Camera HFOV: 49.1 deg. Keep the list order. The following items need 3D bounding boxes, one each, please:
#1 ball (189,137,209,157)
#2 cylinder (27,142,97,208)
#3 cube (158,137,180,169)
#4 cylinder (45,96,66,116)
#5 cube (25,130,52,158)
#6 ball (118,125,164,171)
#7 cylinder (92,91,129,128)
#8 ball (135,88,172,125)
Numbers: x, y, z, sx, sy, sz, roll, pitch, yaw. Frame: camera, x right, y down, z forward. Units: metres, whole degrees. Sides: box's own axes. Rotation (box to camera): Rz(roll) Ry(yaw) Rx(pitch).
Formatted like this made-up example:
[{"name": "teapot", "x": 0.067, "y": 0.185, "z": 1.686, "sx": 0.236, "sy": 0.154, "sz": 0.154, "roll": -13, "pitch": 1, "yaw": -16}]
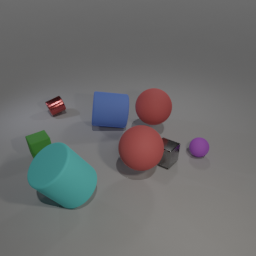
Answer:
[{"name": "ball", "x": 2.535, "y": 0.683, "z": 9.976, "sx": 0.700, "sy": 0.700, "sz": 0.700, "roll": 0, "pitch": 32, "yaw": 0}, {"name": "cylinder", "x": -1.812, "y": 1.342, "z": 7.867, "sx": 1.400, "sy": 1.400, "sz": 1.400, "roll": -19, "pitch": 46, "yaw": 21}, {"name": "cube", "x": 1.302, "y": 0.850, "z": 9.662, "sx": 0.700, "sy": 0.700, "sz": 0.700, "roll": 20, "pitch": 32, "yaw": 31}, {"name": "cylinder", "x": -3.268, "y": -1.003, "z": 12.661, "sx": 0.700, "sy": 0.700, "sz": 0.700, "roll": -29, "pitch": 39, "yaw": -15}, {"name": "cube", "x": -3.108, "y": 0.605, "z": 9.863, "sx": 0.700, "sy": 0.700, "sz": 0.700, "roll": -21, "pitch": 32, "yaw": -24}, {"name": "ball", "x": 0.402, "y": 0.614, "z": 8.649, "sx": 1.400, "sy": 1.400, "sz": 1.400, "roll": 0, "pitch": 32, "yaw": 0}, {"name": "cylinder", "x": -0.747, "y": -0.749, "z": 11.542, "sx": 1.400, "sy": 1.400, "sz": 1.400, "roll": 4, "pitch": 31, "yaw": -8}, {"name": "ball", "x": 0.977, "y": -0.812, "z": 10.693, "sx": 1.400, "sy": 1.400, "sz": 1.400, "roll": 0, "pitch": 32, "yaw": 0}]
